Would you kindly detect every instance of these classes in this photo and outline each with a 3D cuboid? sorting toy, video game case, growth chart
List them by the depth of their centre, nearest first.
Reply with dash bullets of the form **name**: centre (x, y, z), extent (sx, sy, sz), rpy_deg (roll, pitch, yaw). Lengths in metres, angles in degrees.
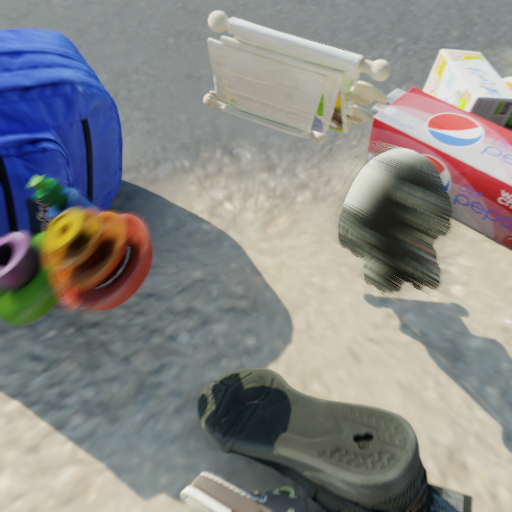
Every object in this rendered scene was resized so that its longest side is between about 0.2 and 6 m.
- **sorting toy**: centre (-2.380, -0.126, 6.487), extent (2.535, 1.041, 1.523), rpy_deg (-8, 55, 28)
- **growth chart**: centre (0.369, -2.066, 7.121), extent (2.259, 3.122, 0.277), rpy_deg (19, 86, -3)
- **video game case**: centre (3.208, -3.147, 12.020), extent (1.079, 0.119, 0.982), rpy_deg (34, 57, 24)

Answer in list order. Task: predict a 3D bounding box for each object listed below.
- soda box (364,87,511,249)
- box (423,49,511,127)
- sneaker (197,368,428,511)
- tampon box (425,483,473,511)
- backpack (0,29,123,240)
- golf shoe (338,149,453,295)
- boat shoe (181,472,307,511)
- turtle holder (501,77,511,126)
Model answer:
- **soda box**: centre (3.908, -1.440, 9.817), extent (3.941, 1.250, 1.380), rpy_deg (35, 58, 27)
- **box**: centre (4.336, -3.317, 11.503), extent (0.927, 1.028, 1.828), rpy_deg (-1, 49, -13)
- **sneaker**: centre (0.617, 2.406, 6.706), extent (3.135, 1.796, 1.199), rpy_deg (5, 41, 42)
- **tampon box**: centre (2.023, 3.149, 6.268), extent (0.573, 0.680, 0.907), rpy_deg (13, 51, 11)
- **backpack**: centre (-4.025, -1.471, 8.701), extent (3.954, 3.213, 3.318), rpy_deg (-22, 60, -32)
- **golf shoe**: centre (1.484, -0.525, 6.152), extent (1.098, 2.843, 1.252), rpy_deg (-4, 68, 13)
- **boat shoe**: centre (0.386, 3.074, 6.210), extent (2.538, 0.912, 0.755), rpy_deg (25, 54, 14)
- **turtle holder**: centre (5.473, -3.274, 11.553), extent (1.311, 0.996, 0.931), rpy_deg (-28, 55, -21)
